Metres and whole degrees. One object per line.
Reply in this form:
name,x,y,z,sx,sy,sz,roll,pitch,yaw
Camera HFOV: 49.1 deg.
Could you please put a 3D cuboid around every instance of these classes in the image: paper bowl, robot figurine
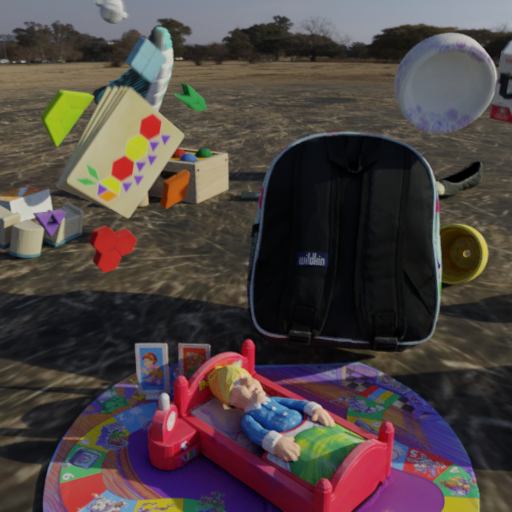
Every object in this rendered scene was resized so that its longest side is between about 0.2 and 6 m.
paper bowl,3.363,-3.161,10.148,1.696,1.696,0.882,1,41,2
robot figurine,-2.644,-4.508,10.207,0.598,0.398,0.705,23,33,-32

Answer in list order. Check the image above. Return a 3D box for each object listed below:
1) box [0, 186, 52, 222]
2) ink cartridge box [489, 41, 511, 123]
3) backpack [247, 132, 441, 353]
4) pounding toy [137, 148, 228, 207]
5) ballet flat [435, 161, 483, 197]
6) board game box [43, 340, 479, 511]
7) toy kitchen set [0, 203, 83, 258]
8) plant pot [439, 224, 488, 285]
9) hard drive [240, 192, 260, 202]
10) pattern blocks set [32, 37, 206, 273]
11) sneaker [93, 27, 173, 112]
box,-5.530,-1.204,13.155,0.744,0.583,1.195,10,24,23
ink cartridge box,3.167,-2.013,6.585,0.629,0.863,0.357,22,52,30
backpack,1.195,-0.166,7.599,2.491,2.806,2.112,2,-8,7
pounding toy,-2.359,-2.137,14.667,2.274,1.184,2.588,11,24,25
ballet flat,5.249,-2.053,15.056,2.530,0.719,0.841,-20,32,-39
board game box,0.048,1.706,5.627,4.271,0.832,3.375,-1,22,-2
toy kitchen set,-4.947,-0.647,11.511,2.087,1.230,1.672,28,29,12
plant pot,3.596,-0.041,9.862,1.034,1.034,0.973,17,12,36
hard drive,0.000,-1.542,14.597,0.807,0.133,0.563,1,22,3
pattern blocks set,-1.509,-1.103,6.281,0.189,2.049,2.332,33,81,39
sneaker,-2.751,-3.436,12.033,1.431,3.136,1.217,19,19,-11
